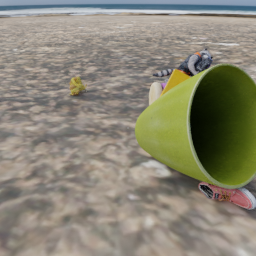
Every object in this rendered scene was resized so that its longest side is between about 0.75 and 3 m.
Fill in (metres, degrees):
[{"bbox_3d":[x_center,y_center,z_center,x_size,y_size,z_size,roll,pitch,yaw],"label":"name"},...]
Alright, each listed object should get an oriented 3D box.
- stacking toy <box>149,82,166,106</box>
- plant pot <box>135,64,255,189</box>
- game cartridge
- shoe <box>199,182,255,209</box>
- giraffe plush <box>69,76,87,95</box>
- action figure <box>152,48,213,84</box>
[{"bbox_3d":[2.341,-1.112,10.748,2.925,1.249,1.249,-1,27,-8],"label":"stacking toy"},{"bbox_3d":[1.487,0.038,7.141,2.661,2.661,2.844,-19,7,-32],"label":"plant pot"},{"bbox_3d":[1.894,-1.088,9.922,1.387,1.573,0.255,29,-6,-2],"label":"game cartridge"},{"bbox_3d":[2.229,1.531,6.404,0.577,0.453,1.268,-16,26,-26],"label":"shoe"},{"bbox_3d":[-2.384,-1.804,12.752,0.898,0.775,0.728,39,44,-2],"label":"giraffe plush"},{"bbox_3d":[2.480,-2.503,11.749,2.604,1.408,2.692,-35,-8,-8],"label":"action figure"}]
